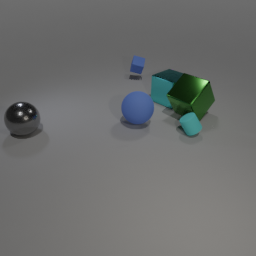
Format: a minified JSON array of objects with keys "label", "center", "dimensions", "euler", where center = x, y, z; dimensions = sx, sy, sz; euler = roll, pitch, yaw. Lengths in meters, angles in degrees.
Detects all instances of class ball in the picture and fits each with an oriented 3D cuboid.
[{"label":"ball","center":[0.413,-0.865,11.930],"dimensions":[1.400,1.400,1.400],"euler":[0,31,0]},{"label":"ball","center":[-4.310,-0.375,11.447],"dimensions":[1.400,1.400,1.400],"euler":[0,31,0]}]

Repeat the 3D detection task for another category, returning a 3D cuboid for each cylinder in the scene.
[{"label":"cylinder","center":[2.572,-0.160,11.488],"dimensions":[0.700,0.700,0.700],"euler":[-30,18,11]}]

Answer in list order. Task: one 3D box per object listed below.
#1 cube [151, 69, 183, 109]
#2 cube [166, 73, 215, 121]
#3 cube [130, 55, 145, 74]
[{"label":"cube","center":[2.130,-2.013,14.161],"dimensions":[1.400,1.400,1.400],"euler":[-26,40,-37]},{"label":"cube","center":[2.837,-1.362,12.594],"dimensions":[1.400,1.400,1.400],"euler":[30,75,40]},{"label":"cube","center":[0.563,-3.714,16.492],"dimensions":[0.700,0.700,0.700],"euler":[14,60,-6]}]
